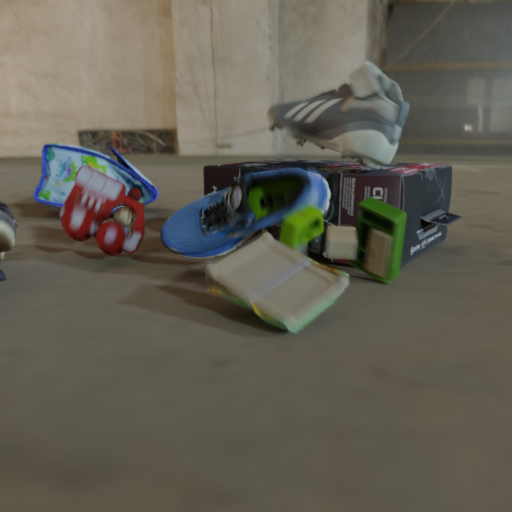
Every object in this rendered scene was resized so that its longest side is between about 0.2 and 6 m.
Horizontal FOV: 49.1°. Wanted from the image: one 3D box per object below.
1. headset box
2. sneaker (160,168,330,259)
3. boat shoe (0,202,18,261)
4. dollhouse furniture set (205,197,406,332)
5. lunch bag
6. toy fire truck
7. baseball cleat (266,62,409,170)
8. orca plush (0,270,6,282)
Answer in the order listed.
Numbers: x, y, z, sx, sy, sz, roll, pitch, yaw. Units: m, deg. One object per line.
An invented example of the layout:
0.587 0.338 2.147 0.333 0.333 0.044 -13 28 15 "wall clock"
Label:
1.461 -0.870 9.680 3.869 1.451 2.875 8 15 30 "headset box"
-0.263 -0.678 7.622 2.435 0.956 1.085 -20 -15 14 "sneaker"
-3.774 -0.434 7.815 0.845 0.761 2.350 12 -13 -22 "boat shoe"
0.702 0.256 6.735 1.331 1.028 2.663 30 46 35 "dollhouse furniture set"
-3.652 -1.713 13.307 2.649 1.688 2.252 12 4 -12 "lunch bag"
-2.333 -0.672 8.714 1.334 1.120 0.748 25 -11 -8 "toy fire truck"
1.261 -2.260 8.649 0.970 1.481 2.782 10 17 -42 "baseball cleat"
-3.964 0.290 5.274 1.214 1.797 3.415 -30 13 7 "orca plush"
